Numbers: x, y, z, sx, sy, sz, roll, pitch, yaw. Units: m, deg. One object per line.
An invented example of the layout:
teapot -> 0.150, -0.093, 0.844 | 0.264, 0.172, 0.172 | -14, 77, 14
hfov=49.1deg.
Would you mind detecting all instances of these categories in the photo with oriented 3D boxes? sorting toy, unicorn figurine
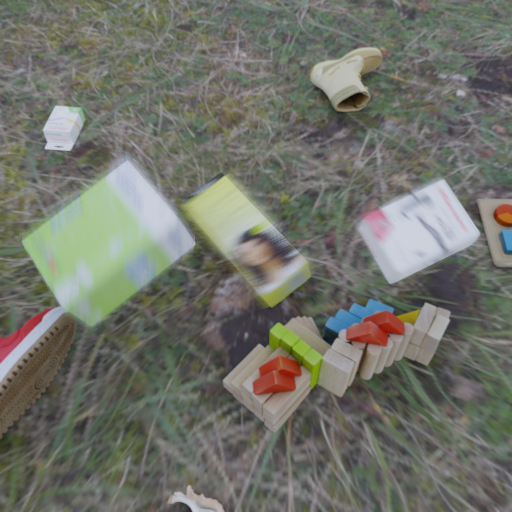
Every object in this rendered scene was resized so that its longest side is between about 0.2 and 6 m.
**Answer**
sorting toy -> 4.896, -0.436, 9.402 | 2.064, 0.276, 1.538 | 0, 52, 0
unicorn figurine -> -0.740, 3.332, 6.344 | 0.943, 0.507, 1.373 | 23, 50, 5

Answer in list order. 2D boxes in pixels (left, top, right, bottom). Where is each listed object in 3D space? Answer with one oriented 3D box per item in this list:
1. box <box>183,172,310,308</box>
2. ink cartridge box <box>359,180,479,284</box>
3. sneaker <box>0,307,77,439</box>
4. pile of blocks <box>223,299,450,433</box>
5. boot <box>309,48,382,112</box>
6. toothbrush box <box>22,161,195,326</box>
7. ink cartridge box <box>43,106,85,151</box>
box -> -0.177, -0.302, 8.945 | 0.863, 0.575, 2.293 | -39, 61, -8
ink cartridge box -> 2.021, -0.304, 7.006 | 1.166, 0.494, 0.849 | -25, 73, -8
sneaker -> -3.924, 1.657, 7.261 | 1.788, 1.133, 3.180 | 26, 59, 15
pile of blocks -> 1.180, 1.117, 7.721 | 3.391, 1.054, 1.392 | -19, 55, -15
boot -> 2.107, -3.661, 11.676 | 1.668, 0.607, 1.296 | -19, 55, -13
toothbrush box -> -1.852, -0.164, 7.087 | 1.692, 0.729, 1.232 | -40, 63, -6
ink cartridge box -> -3.780, -2.502, 10.964 | 0.559, 0.321, 0.955 | 4, 53, 3
